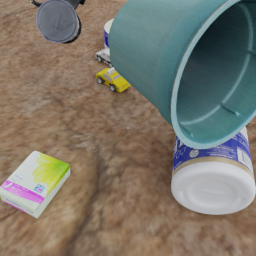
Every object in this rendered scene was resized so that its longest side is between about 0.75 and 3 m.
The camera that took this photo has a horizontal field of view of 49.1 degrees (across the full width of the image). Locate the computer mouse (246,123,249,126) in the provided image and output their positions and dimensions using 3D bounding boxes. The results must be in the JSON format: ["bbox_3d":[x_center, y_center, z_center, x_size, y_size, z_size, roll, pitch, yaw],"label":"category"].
[{"bbox_3d":[2.777,-0.627,8.871,2.174,0.370,0.637,24,49,22],"label":"computer mouse"}]

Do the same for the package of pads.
[{"bbox_3d":[-2.256,1.306,6.824,1.121,0.495,1.452,19,47,17],"label":"package of pads"}]

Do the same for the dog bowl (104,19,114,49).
[{"bbox_3d":[0.084,-3.867,11.799,2.176,0.857,2.176,0,45,0],"label":"dog bowl"}]

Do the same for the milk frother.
[{"bbox_3d":[-2.112,-3.236,7.627,1.778,1.605,1.673,17,13,-11],"label":"milk frother"}]

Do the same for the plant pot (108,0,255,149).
[{"bbox_3d":[1.036,-1.362,5.268,2.580,2.580,2.527,-23,41,-22],"label":"plant pot"}]

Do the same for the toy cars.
[{"bbox_3d":[-0.603,-2.349,10.437,1.234,0.610,2.753,-3,45,-4],"label":"toy cars"}]

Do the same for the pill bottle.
[{"bbox_3d":[2.013,0.407,6.840,1.732,1.732,2.894,7,45,7],"label":"pill bottle"}]
